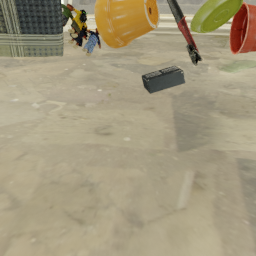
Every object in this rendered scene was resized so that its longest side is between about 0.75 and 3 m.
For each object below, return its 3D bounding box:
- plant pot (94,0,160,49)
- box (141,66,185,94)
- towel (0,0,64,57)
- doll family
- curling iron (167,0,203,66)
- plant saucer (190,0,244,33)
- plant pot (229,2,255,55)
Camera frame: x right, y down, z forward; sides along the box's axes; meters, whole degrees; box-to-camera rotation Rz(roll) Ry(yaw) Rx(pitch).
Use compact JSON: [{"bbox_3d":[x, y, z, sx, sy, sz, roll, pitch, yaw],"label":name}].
[{"bbox_3d":[0.089,-3.987,9.995,1.779,1.943,1.943,-3,22,32],"label":"plant pot"},{"bbox_3d":[0.840,-1.175,6.755,0.893,0.352,0.630,-17,22,-3],"label":"box"},{"bbox_3d":[-2.892,-2.843,6.549,2.656,2.557,0.459,-1,47,-9],"label":"towel"},{"bbox_3d":[-1.812,-3.916,11.030,0.889,2.266,1.310,8,64,25],"label":"doll family"},{"bbox_3d":[1.585,-3.095,8.200,0.342,2.674,0.663,-22,5,18],"label":"curling iron"},{"bbox_3d":[1.711,-2.160,5.261,1.142,1.142,0.177,-19,72,-33],"label":"plant saucer"},{"bbox_3d":[4.205,-3.050,8.765,1.528,1.571,1.571,3,27,1],"label":"plant pot"}]
